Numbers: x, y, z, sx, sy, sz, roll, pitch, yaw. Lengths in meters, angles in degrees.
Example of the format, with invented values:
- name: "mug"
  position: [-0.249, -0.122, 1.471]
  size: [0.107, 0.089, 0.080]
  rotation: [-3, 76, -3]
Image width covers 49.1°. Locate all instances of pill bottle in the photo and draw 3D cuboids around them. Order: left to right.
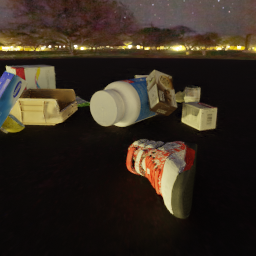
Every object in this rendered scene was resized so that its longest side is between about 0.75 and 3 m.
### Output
- name: "pill bottle"
  position: [0.058, -0.967, 10.264]
  size: [1.632, 1.632, 2.908]
  rotation: [12, 21, 34]

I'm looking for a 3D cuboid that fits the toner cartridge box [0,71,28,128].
- name: "toner cartridge box"
  position: [-3.956, -0.615, 8.458]
  size: [0.483, 2.239, 1.064]
  rotation: [34, -7, -41]

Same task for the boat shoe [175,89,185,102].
- name: "boat shoe"
  position: [2.670, -1.600, 14.234]
  size: [0.481, 0.561, 1.534]
  rotation: [-23, 7, 41]

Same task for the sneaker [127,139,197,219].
- name: "sneaker"
  position: [0.592, 0.894, 5.653]
  size: [1.456, 0.907, 2.716]
  rotation: [4, 14, 16]

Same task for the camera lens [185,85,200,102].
- name: "camera lens"
  position: [3.118, -1.609, 13.548]
  size: [0.700, 0.875, 0.700]
  rotation: [0, 18, 0]

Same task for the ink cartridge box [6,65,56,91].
- name: "ink cartridge box"
  position: [-5.408, -2.687, 15.747]
  size: [2.203, 1.593, 1.601]
  rotation: [-14, 22, -37]

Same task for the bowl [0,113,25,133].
- name: "bowl"
  position: [-4.011, -0.158, 9.337]
  size: [0.538, 1.000, 1.000]
  rotation: [-49, 31, -5]

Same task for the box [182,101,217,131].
- name: "box"
  position: [2.546, -0.462, 10.095]
  size: [0.662, 0.777, 1.216]
  rotation: [-6, 19, -19]

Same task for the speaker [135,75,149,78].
- name: "speaker"
  position: [1.303, -3.333, 19.370]
  size: [1.649, 0.670, 0.670]
  rotation: [-3, 18, -7]

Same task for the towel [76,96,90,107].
- name: "towel"
  position: [-2.608, -1.299, 13.642]
  size: [1.160, 0.239, 1.555]
  rotation: [-12, 21, -32]

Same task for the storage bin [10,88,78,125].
- name: "storage bin"
  position: [-3.329, -0.905, 11.126]
  size: [2.124, 1.002, 2.139]
  rotation: [1, 17, 6]

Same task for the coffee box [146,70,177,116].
- name: "coffee box"
  position: [1.145, -1.212, 9.719]
  size: [0.805, 0.568, 1.423]
  rotation: [16, 53, -27]
